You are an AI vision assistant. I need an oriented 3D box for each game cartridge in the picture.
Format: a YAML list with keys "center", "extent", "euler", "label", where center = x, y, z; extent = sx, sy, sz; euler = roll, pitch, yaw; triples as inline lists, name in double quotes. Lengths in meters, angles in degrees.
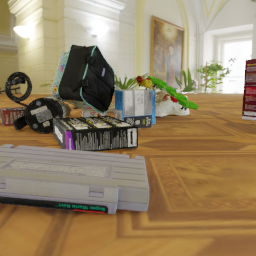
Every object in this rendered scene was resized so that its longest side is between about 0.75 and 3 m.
- center: [-1.091, 0.775, 4.689]
  extent: [2.814, 0.540, 1.824]
  euler: [5, 14, 0]
  label: "game cartridge"

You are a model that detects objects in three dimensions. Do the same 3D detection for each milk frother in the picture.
- center: [-3.445, -1.013, 10.722]
  extent: [1.990, 2.204, 2.074]
  euler: [-3, 9, -8]
  label: "milk frother"

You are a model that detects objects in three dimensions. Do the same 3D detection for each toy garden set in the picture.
- center: [1.558, -1.445, 11.951]
  extent: [2.001, 0.479, 2.400]
  euler: [2, 34, -49]
  label: "toy garden set"

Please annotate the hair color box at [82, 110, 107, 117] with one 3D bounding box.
- center: [-1.672, -1.657, 13.812]
  extent: [1.210, 2.445, 0.741]
  euler: [-2, 9, -12]
  label: "hair color box"

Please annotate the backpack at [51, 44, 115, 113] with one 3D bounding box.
- center: [-1.662, -1.836, 11.381]
  extent: [2.043, 2.343, 2.666]
  euler: [5, -12, 27]
  label: "backpack"

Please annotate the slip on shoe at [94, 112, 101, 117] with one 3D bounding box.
- center: [-1.292, -0.343, 12.089]
  extent: [0.451, 0.546, 1.473]
  euler: [23, 5, -10]
  label: "slip on shoe"

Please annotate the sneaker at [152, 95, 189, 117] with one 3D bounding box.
- center: [2.019, -1.228, 15.284]
  extent: [2.932, 1.175, 1.031]
  euler: [-6, 12, -23]
  label: "sneaker"

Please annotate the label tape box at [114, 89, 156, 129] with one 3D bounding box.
- center: [0.507, -0.791, 11.336]
  extent: [2.125, 1.532, 0.673]
  euler: [-6, 11, -34]
  label: "label tape box"

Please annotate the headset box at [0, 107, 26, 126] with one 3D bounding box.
- center: [-4.890, -0.558, 12.540]
  extent: [1.835, 0.688, 1.364]
  euler: [-5, 10, -27]
  label: "headset box"

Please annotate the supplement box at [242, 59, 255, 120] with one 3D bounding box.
- center: [6.424, -1.821, 13.340]
  extent: [0.889, 2.920, 1.589]
  euler: [-7, 11, -35]
  label: "supplement box"

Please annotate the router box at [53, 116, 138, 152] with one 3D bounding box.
- center: [-1.104, 0.113, 8.457]
  extent: [1.981, 0.678, 2.656]
  euler: [-4, 10, -21]
  label: "router box"

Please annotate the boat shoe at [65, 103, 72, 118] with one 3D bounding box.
- center: [-3.439, -0.833, 14.980]
  extent: [0.562, 0.599, 1.664]
  euler: [-32, 16, 6]
  label: "boat shoe"

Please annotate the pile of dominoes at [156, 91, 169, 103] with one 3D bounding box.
- center: [0.702, -1.059, 14.469]
  extent: [2.914, 0.464, 2.272]
  euler: [-26, 14, 4]
  label: "pile of dominoes"

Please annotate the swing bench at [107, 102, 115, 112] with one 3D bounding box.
- center: [-0.756, -1.236, 17.096]
  extent: [0.935, 0.610, 0.940]
  euler: [4, 15, 19]
  label: "swing bench"
